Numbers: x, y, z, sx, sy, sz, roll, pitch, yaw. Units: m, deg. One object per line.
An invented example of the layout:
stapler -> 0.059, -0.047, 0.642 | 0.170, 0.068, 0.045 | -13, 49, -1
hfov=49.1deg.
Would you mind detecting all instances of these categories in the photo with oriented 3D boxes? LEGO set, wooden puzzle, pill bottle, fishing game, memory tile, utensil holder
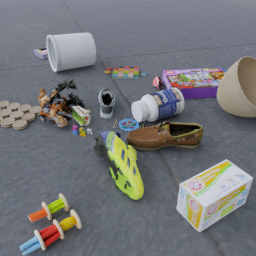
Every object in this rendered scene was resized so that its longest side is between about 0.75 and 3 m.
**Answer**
LEGO set -> -1.692, 0.076, 10.011 | 0.811, 0.333, 0.309 | 11, 36, 15
wooden puzzle -> -0.120, -2.867, 14.499 | 2.245, 0.158, 1.331 | 1, 34, 2
pill bottle -> 1.132, -0.852, 10.746 | 1.879, 1.042, 1.042 | -18, 38, -24
fishing game -> 0.047, -0.155, 10.503 | 1.132, 0.176, 0.811 | 8, 36, 10
memory tile -> -4.608, -0.525, 11.040 | 2.112, 0.177, 1.619 | 10, 36, 14
utensil holder -> -2.993, -4.052, 14.810 | 2.166, 1.840, 1.840 | -15, 37, -25

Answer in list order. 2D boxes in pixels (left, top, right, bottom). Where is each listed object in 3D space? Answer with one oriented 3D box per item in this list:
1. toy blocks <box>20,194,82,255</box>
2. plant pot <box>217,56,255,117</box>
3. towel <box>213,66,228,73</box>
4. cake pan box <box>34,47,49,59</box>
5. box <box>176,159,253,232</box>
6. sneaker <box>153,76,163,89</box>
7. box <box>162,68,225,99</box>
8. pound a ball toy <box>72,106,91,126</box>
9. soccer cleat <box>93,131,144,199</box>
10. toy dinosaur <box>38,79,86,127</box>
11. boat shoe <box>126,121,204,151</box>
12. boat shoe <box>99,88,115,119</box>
toy blocks -> -1.967, 2.272, 6.626 | 1.377, 0.500, 1.148 | -23, 41, -30
plant pot -> 4.374, -1.357, 10.798 | 2.292, 1.539, 2.292 | 12, 66, -28
towel -> 4.808, -2.805, 14.307 | 0.649, 0.282, 1.163 | -18, 39, -24
cake pan box -> -4.915, -4.522, 16.821 | 1.090, 0.310, 1.183 | -23, 40, -34
box -> 2.175, 1.670, 7.100 | 1.709, 0.961, 0.866 | -21, 39, -26
sneaker -> 1.372, -2.040, 13.133 | 0.417, 0.354, 0.961 | -35, 32, 25
box -> 3.230, -2.099, 12.981 | 2.930, 0.573, 2.005 | -4, 34, -6
pound a ball toy -> -1.712, -0.556, 10.629 | 0.443, 0.680, 1.042 | -8, 32, -37
soccer cleat -> -0.112, 0.928, 8.278 | 1.166, 0.901, 2.788 | -11, 35, -24
toy dinosaur -> -2.823, -1.054, 10.965 | 1.837, 1.382, 2.706 | -35, 67, -19
boat shoe -> 1.204, 0.148, 9.260 | 2.529, 0.860, 0.910 | -3, 51, -3
boat shoe -> -0.809, -1.178, 11.450 | 0.700, 0.689, 1.942 | 5, 37, -12
